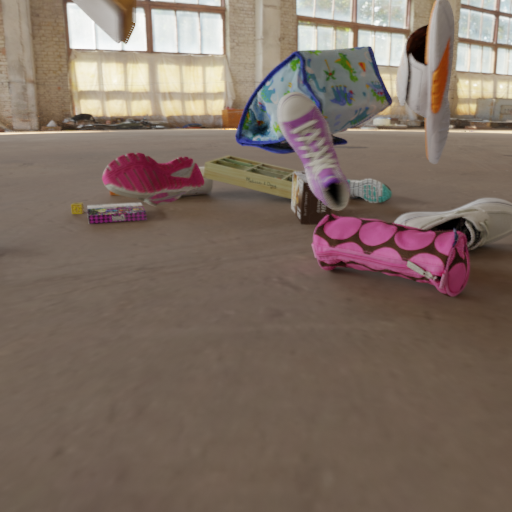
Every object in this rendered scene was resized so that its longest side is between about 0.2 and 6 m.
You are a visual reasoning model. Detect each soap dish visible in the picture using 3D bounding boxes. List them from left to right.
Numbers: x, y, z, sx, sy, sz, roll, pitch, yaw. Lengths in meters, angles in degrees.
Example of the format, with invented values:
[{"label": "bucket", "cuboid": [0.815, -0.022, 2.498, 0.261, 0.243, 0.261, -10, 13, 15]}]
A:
[{"label": "soap dish", "cuboid": [-2.112, -3.561, 7.706, 0.439, 1.081, 0.850, -46, 1, -16]}]

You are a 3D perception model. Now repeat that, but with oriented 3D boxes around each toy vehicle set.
[{"label": "toy vehicle set", "cuboid": [0.412, -2.270, 16.419, 3.420, 0.453, 2.125, 15, 19, 11]}]

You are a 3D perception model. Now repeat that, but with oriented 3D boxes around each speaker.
[{"label": "speaker", "cuboid": [-2.340, -2.132, 16.391, 2.088, 0.848, 0.848, -10, 19, -30]}]

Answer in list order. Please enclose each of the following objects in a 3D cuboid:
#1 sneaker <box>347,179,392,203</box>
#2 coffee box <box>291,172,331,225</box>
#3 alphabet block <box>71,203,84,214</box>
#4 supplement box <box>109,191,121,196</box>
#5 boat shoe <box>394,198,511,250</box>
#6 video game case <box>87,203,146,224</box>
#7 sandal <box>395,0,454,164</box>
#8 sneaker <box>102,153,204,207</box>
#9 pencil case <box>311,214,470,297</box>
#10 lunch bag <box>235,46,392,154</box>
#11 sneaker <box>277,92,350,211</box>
[{"label": "sneaker", "cuboid": [3.239, -1.913, 16.035, 0.802, 0.682, 1.759, -8, 19, -38]}, {"label": "coffee box", "cuboid": [1.327, -1.448, 13.719, 0.712, 1.021, 1.786, 0, 17, -4]}, {"label": "alphabet block", "cuboid": [-4.538, -1.209, 14.244, 0.264, 0.262, 0.269, -3, 17, -4]}, {"label": "supplement box", "cuboid": [-3.804, -2.021, 16.839, 1.139, 0.392, 0.379, 2, 18, -2]}, {"label": "boat shoe", "cuboid": [3.956, -0.507, 10.653, 2.662, 0.958, 0.875, -4, 22, -12]}, {"label": "video game case", "cuboid": [-3.435, -1.058, 13.732, 1.359, 0.243, 1.231, -5, 17, -17]}, {"label": "sandal", "cuboid": [3.196, -3.195, 10.905, 0.985, 3.437, 1.317, 13, 54, 25]}, {"label": "sneaker", "cuboid": [-1.393, -0.924, 7.345, 1.467, 0.597, 0.647, -4, -23, -47]}, {"label": "pencil case", "cuboid": [2.062, -0.051, 8.914, 2.461, 1.117, 1.153, 10, 37, 37]}, {"label": "lunch bag", "cuboid": [1.130, -3.203, 12.310, 2.336, 1.751, 2.748, -17, -3, -36]}, {"label": "sneaker", "cuboid": [0.919, -1.478, 8.111, 0.654, 1.804, 1.028, -28, 27, 6]}]
